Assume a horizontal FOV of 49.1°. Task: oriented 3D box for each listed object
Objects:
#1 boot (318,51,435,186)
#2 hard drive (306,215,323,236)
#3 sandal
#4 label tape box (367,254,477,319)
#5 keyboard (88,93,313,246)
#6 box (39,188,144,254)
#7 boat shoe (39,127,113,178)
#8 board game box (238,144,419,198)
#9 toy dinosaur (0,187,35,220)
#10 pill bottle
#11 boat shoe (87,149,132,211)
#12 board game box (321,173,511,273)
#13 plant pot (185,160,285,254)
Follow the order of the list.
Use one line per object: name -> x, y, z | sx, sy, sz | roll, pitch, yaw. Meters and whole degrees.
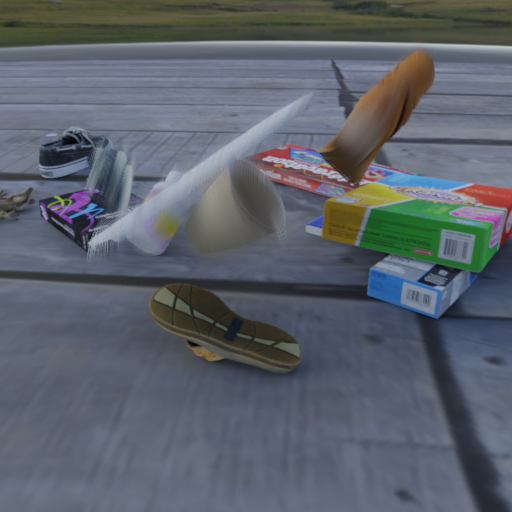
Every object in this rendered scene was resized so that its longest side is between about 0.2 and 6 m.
boot -> 1.771, -2.022, 8.364 | 0.851, 1.722, 2.219 | 41, -1, 10
hard drive -> 1.627, -0.601, 9.824 | 0.917, 0.176, 1.390 | 17, 30, 32
sandal -> -0.410, 0.917, 6.381 | 1.900, 0.513, 0.763 | 23, 36, 12
label tape box -> 2.327, 0.250, 7.720 | 1.013, 0.467, 1.413 | 18, 33, 35
keyboard -> -0.649, -1.165, 7.292 | 3.478, 0.185, 0.979 | -39, 20, -25
box -> -2.693, -0.723, 9.860 | 1.519, 0.384, 2.125 | -20, 33, -35
boat shoe -> -4.239, -2.592, 13.216 | 0.920, 0.851, 2.493 | 11, 27, 21
board game box -> 1.488, -1.828, 12.226 | 3.571, 0.347, 1.838 | 22, 34, 39
toy dinosaur -> -4.799, -0.890, 10.248 | 0.987, 0.568, 1.952 | -1, 13, 37
pill bottle -> -1.475, -0.700, 8.863 | 0.666, 0.666, 1.277 | 14, 65, 28
boat shoe -> -2.077, -1.132, 7.868 | 0.535, 0.648, 1.732 | 10, 27, -25
board game box -> 2.701, -0.656, 8.711 | 2.280, 0.601, 2.980 | 14, 22, 30
plant pot -> -0.348, -0.476, 6.741 | 1.026, 0.961, 0.961 | -32, 8, 32
